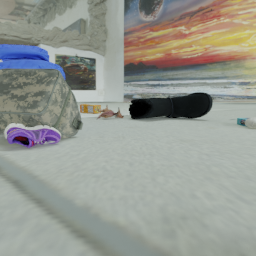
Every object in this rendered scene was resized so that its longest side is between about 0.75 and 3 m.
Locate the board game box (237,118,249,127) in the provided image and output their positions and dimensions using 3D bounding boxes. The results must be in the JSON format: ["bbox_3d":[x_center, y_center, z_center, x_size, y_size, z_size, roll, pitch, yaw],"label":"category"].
[{"bbox_3d":[3.500,-0.155,7.787,0.621,0.193,0.823,0,6,-1],"label":"board game box"}]

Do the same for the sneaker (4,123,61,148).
[{"bbox_3d":[-1.524,0.189,4.552,0.911,0.367,0.380,4,37,-36],"label":"sneaker"}]

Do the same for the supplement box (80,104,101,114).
[{"bbox_3d":[-1.864,-0.947,13.844,0.428,0.442,1.285,-9,13,-42],"label":"supplement box"}]

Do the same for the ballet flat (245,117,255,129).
[{"bbox_3d":[3.378,-0.090,6.991,0.911,0.316,0.316,5,8,33],"label":"ballet flat"}]

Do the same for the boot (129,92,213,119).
[{"bbox_3d":[1.410,-0.767,9.996,2.059,0.930,2.513,-2,-1,-39],"label":"boot"}]

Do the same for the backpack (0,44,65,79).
[{"bbox_3d":[-2.841,-1.065,7.339,2.119,2.188,2.607,-12,14,-30],"label":"backpack"}]

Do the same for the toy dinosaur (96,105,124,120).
[{"bbox_3d":[-0.666,-0.533,10.186,0.740,0.468,1.091,12,17,31],"label":"toy dinosaur"}]

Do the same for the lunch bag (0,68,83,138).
[{"bbox_3d":[-1.816,-0.350,5.424,1.607,1.120,1.348,3,-32,17],"label":"lunch bag"}]
